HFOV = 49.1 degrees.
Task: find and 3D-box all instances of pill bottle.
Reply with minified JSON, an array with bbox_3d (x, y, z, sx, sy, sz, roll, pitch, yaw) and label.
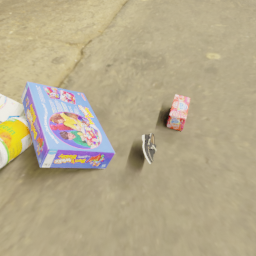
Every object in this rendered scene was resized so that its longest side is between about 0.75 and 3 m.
[{"bbox_3d":[-3.138,0.279,7.475,0.948,0.948,1.707,12,27,12],"label":"pill bottle"}]

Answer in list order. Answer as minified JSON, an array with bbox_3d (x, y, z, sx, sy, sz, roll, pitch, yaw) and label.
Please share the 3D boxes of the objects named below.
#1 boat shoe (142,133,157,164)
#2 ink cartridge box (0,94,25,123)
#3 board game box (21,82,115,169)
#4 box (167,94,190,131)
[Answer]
[{"bbox_3d":[0.602,0.517,7.491,0.331,0.405,1.096,-21,29,12],"label":"boat shoe"},{"bbox_3d":[-3.851,-0.572,8.409,1.305,0.439,0.758,26,68,-8],"label":"ink cartridge box"},{"bbox_3d":[-1.718,-0.111,7.684,1.831,0.610,2.723,8,36,-37],"label":"board game box"},{"bbox_3d":[1.579,-0.486,8.715,0.516,0.539,1.081,14,45,9],"label":"box"}]
